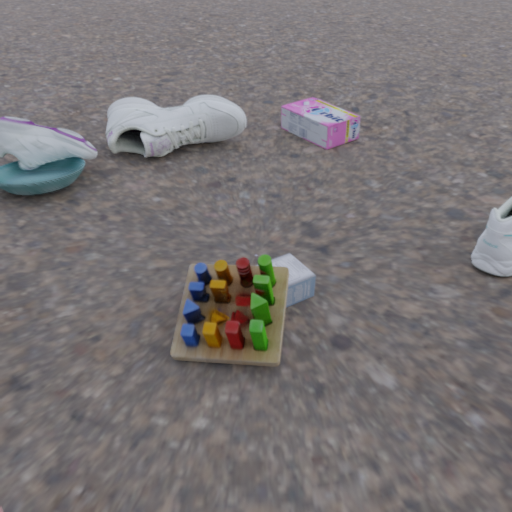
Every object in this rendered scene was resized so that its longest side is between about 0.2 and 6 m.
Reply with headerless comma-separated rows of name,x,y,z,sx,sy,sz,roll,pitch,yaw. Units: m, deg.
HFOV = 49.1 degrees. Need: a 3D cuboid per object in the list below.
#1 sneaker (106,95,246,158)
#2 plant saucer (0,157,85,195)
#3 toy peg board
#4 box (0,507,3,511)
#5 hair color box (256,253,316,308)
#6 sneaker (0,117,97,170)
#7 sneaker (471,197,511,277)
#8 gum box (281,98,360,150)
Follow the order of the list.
sneaker,-1.735,-2.644,12.137,3.067,1.148,1.528,-2,50,1
plant saucer,-4.186,-1.544,10.808,1.767,0.318,1.767,-3,26,1
toy peg board,-0.342,0.575,6.977,1.359,0.667,1.365,2,57,9
box,-2.219,2.600,4.647,0.505,0.593,0.927,-23,41,-30
hair color box,0.114,0.467,7.933,1.330,0.403,0.658,-19,40,-26
sneaker,-4.190,-2.123,11.211,1.961,0.977,0.734,13,14,-6
sneaker,4.453,-0.559,8.911,2.571,1.030,0.904,-25,40,-33
gum box,1.434,-3.121,13.013,0.988,0.576,1.740,-24,41,-29
